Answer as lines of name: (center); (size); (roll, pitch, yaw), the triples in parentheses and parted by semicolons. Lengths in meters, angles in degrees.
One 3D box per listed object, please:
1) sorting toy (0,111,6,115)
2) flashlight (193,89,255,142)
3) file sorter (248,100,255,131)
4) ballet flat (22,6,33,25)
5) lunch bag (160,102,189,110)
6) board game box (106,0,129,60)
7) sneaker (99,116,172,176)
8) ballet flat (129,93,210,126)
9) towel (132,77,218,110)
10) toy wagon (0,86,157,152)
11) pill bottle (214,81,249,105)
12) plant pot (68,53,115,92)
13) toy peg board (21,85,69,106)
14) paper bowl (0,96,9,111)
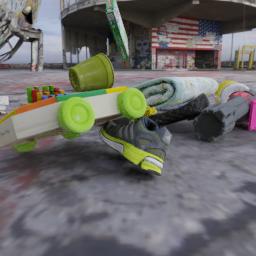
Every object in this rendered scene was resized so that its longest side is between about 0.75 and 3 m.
sorting toy: (-4.212, -0.477, 8.857); (0.541, 0.131, 0.960); (3, 0, -6)
flashlight: (2.497, -0.330, 6.947); (0.945, 0.941, 2.781); (5, 19, 40)
file sorter: (3.600, -0.325, 7.063); (0.667, 0.739, 1.064); (15, 20, 42)
ballet flat: (-3.101, -3.552, 8.793); (0.348, 0.297, 1.047); (-35, 10, -9)
lunch bag: (1.681, -1.078, 10.120); (1.062, 0.774, 1.249); (2, 22, 8)
board game box: (-0.234, -2.324, 6.482); (0.182, 1.250, 0.841); (-12, 50, 10)
sneaker: (0.131, 0.153, 4.697); (0.675, 0.739, 1.826); (33, -2, -34)
ballet flat: (1.002, -0.376, 6.990); (2.062, 0.586, 0.685); (-11, -2, 20)
towel: (0.617, -0.836, 7.703); (2.995, 0.721, 2.563); (-10, 5, 38)
toy wagon: (-0.717, -0.204, 5.047); (2.977, 0.589, 2.310); (-17, 1, -40)
pill bottle: (3.591, -1.134, 9.817); (0.995, 0.995, 1.769); (1, 15, 6)
plant pot: (-2.170, -2.955, 15.824); (2.019, 2.097, 2.097); (-23, 24, -30)
toy peg board: (-3.019, -1.194, 10.616); (1.511, 0.742, 1.518); (11, 18, 39)
paper bowl: (-4.482, -0.800, 9.349); (0.930, 0.484, 0.930); (-3, 3, 0)
